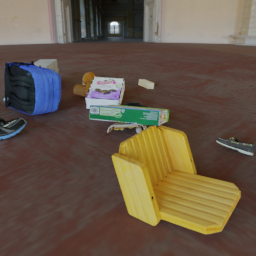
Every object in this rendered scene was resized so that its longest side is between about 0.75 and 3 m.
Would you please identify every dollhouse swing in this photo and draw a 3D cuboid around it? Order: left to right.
[{"bbox_3d":[1.209,0.964,6.310,1.921,1.986,2.185,-9,12,40],"label":"dollhouse swing"}]

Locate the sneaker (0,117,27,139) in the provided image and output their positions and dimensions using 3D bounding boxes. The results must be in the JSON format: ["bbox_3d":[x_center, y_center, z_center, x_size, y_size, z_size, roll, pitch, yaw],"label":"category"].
[{"bbox_3d":[-4.899,-0.140,9.915,2.455,1.017,0.870,-3,19,-13],"label":"sneaker"}]

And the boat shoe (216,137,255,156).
[{"bbox_3d":[3.477,0.510,9.051,1.238,0.373,0.442,23,10,40],"label":"boat shoe"}]

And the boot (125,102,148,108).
[{"bbox_3d":[0.447,-0.875,12.742,0.864,0.344,1.049,-15,31,-28],"label":"boot"}]

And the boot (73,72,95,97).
[{"bbox_3d":[-1.605,-2.295,15.578,2.061,1.013,2.879,9,28,9],"label":"boot"}]

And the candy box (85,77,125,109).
[{"bbox_3d":[-1.051,-1.670,13.425,1.567,0.668,1.868,4,41,6],"label":"candy box"}]

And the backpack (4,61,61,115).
[{"bbox_3d":[-4.117,-1.863,12.651,2.281,2.209,2.719,-16,26,-40],"label":"backpack"}]

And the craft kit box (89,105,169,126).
[{"bbox_3d":[0.156,-0.544,10.716,2.532,0.614,2.501,6,9,16],"label":"craft kit box"}]

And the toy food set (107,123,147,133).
[{"bbox_3d":[-0.008,0.038,10.229,1.379,0.417,0.989,-3,6,7],"label":"toy food set"}]

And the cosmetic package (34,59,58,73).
[{"bbox_3d":[-5.106,-3.269,17.081,1.274,1.509,2.826,-1,20,-4],"label":"cosmetic package"}]

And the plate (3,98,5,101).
[{"bbox_3d":[-5.861,-1.614,14.740,1.340,0.171,1.340,1,21,0],"label":"plate"}]

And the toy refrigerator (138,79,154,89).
[{"bbox_3d":[1.107,-2.669,17.079,0.434,0.400,1.142,-4,22,-28],"label":"toy refrigerator"}]
